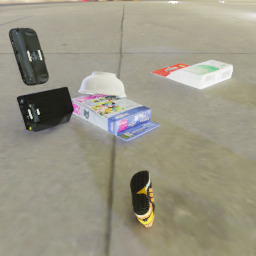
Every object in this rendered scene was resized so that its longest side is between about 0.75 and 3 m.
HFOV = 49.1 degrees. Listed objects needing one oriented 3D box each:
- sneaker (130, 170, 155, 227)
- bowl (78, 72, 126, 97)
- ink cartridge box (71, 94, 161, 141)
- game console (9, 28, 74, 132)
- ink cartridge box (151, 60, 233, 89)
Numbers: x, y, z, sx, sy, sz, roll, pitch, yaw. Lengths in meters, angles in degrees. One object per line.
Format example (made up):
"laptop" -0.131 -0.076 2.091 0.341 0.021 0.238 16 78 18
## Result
"sneaker" 0.279 1.252 5.023 0.379 0.488 1.085 -14 32 10
"bowl" -0.797 -1.414 9.027 1.563 0.703 1.563 6 5 -1
"ink cartridge box" -0.388 -0.446 8.020 2.385 0.500 1.423 28 35 37
"game console" -2.315 -1.299 7.372 0.320 2.654 1.566 -8 10 35
"ink cartridge box" 2.567 -2.424 11.468 2.083 0.648 2.589 -23 39 -36
